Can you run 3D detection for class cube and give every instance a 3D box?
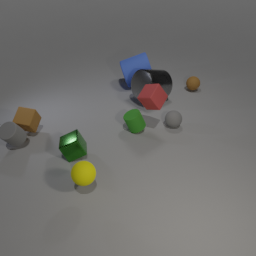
[{"bbox_3d":[0.918,-1.152,10.428,0.700,0.700,0.700,6,58,48],"label":"cube"},{"bbox_3d":[-1.882,0.608,9.620,0.700,0.700,0.700,-24,33,7],"label":"cube"},{"bbox_3d":[-3.831,-0.311,10.656,0.700,0.700,0.700,10,67,8],"label":"cube"}]

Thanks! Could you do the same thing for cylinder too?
[{"bbox_3d":[-4.082,0.220,9.915,0.700,0.700,0.700,-5,64,11],"label":"cylinder"},{"bbox_3d":[1.089,-1.996,12.937,1.400,1.400,1.400,-9,31,-40],"label":"cylinder"},{"bbox_3d":[0.261,-0.275,11.001,0.700,0.700,0.700,-19,34,14],"label":"cylinder"},{"bbox_3d":[0.455,-2.975,14.363,1.400,1.400,1.400,-19,33,6],"label":"cylinder"}]

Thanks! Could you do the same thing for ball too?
[{"bbox_3d":[3.299,-2.268,14.187,0.700,0.700,0.700,0,33,0],"label":"ball"},{"bbox_3d":[1.841,-0.366,11.337,0.700,0.700,0.700,0,33,0],"label":"ball"},{"bbox_3d":[-1.245,1.269,7.834,0.700,0.700,0.700,0,33,0],"label":"ball"}]
